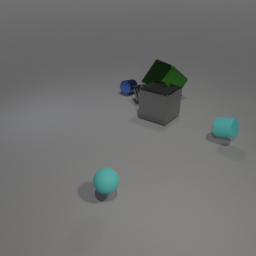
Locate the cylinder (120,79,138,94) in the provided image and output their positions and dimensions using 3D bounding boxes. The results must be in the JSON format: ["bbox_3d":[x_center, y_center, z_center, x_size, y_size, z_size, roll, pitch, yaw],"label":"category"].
[{"bbox_3d":[0.050,-2.216,14.916,0.700,0.700,0.700,20,26,31],"label":"cylinder"}]

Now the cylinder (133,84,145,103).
[{"bbox_3d":[0.678,-1.697,13.952,0.700,0.700,0.700,-8,64,-14],"label":"cylinder"}]

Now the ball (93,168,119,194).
[{"bbox_3d":[-0.594,1.431,7.609,0.700,0.700,0.700,0,29,0],"label":"ball"}]

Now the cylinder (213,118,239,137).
[{"bbox_3d":[3.630,-0.025,10.392,0.700,0.700,0.700,3,24,43],"label":"cylinder"}]

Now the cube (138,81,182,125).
[{"bbox_3d":[1.432,-1.159,12.486,1.400,1.400,1.400,19,33,31],"label":"cube"}]

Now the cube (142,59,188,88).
[{"bbox_3d":[1.848,-2.395,14.168,1.400,1.400,1.400,29,8,-40],"label":"cube"}]
